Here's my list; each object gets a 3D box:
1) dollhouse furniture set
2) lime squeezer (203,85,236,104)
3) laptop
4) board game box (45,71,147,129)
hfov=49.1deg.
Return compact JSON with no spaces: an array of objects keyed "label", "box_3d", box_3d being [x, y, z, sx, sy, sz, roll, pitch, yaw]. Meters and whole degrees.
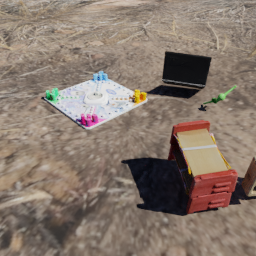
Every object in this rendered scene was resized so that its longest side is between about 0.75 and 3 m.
[{"label":"dollhouse furniture set","box_3d":[2.538,0.699,6.155,2.990,1.216,1.609,-7,44,-4]},{"label":"lime squeezer","box_3d":[2.962,-1.012,9.253,0.237,1.257,0.444,39,43,-22]},{"label":"laptop","box_3d":[2.062,-2.016,10.023,1.540,0.953,1.645,11,6,11]},{"label":"board game box","box_3d":[-1.159,-1.145,10.003,2.701,0.349,2.701,-28,44,-34]}]
